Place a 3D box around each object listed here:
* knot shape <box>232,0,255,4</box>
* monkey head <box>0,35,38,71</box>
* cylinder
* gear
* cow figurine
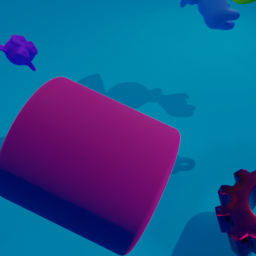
[{"bbox_3d":[2.379,-2.892,5.163,1.088,1.018,0.503,-20,6,12],"label":"knot shape"},{"bbox_3d":[-2.431,-1.643,6.265,1.063,0.641,0.765,30,31,-36],"label":"monkey head"},{"bbox_3d":[-0.346,0.348,2.794,1.311,1.311,1.311,25,50,3],"label":"cylinder"},{"bbox_3d":[2.325,1.173,4.062,1.982,0.367,1.982,-18,24,8],"label":"gear"},{"bbox_3d":[2.034,-3.219,7.327,1.464,0.817,1.488,-2,69,-3],"label":"cow figurine"}]
